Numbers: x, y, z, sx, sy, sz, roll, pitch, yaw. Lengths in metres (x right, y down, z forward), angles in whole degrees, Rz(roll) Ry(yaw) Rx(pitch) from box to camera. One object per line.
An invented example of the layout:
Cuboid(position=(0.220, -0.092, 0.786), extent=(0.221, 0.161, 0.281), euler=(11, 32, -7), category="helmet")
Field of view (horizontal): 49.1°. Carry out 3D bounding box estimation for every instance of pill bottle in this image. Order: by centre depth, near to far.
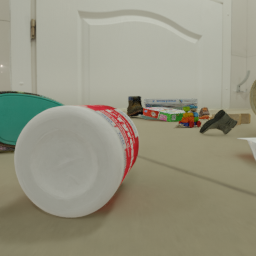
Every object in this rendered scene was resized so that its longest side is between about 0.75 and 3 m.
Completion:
Cuboid(position=(-0.290, 0.166, 2.346), extent=(0.725, 0.725, 1.291), euler=(1, 6, 9), category="pill bottle")

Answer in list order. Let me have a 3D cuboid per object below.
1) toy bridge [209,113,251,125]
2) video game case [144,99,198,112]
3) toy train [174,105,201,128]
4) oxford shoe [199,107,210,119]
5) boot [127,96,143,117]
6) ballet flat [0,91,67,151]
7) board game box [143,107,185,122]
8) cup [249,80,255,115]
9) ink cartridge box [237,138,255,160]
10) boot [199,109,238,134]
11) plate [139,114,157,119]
Cuboid(position=(3.286, -0.285, 9.480), extent=(1.004, 0.407, 2.987), euler=(3, 6, 36), category="toy bridge")
Cuboid(position=(2.182, -0.970, 14.195), extent=(2.470, 0.298, 2.709), euler=(1, -11, 11), category="video game case")
Cuboid(position=(1.800, -0.359, 8.702), extent=(0.503, 0.687, 1.188), euler=(4, 6, 45), category="toy train")
Cuboid(position=(3.810, -0.759, 14.065), extent=(0.557, 0.570, 1.563), euler=(0, 5, 5), category="oxford shoe")
Cuboid(position=(0.346, -1.239, 14.965), extent=(0.913, 1.185, 2.444), euler=(-4, 0, -13), category="boot")
Cuboid(position=(-2.228, -0.022, 4.308), extent=(2.823, 0.976, 1.004), euler=(-4, -13, -33), category="ballet flat")
Cuboid(position=(1.695, -0.632, 12.336), extent=(1.287, 0.339, 1.682), euler=(-6, 16, -38), category="board game box")
Cuboid(position=(3.654, -0.739, 6.213), extent=(1.474, 2.061, 2.061), euler=(-10, 8, -19), category="cup")
Cuboid(position=(2.061, 0.302, 3.473), extent=(1.032, 0.305, 1.289), euler=(0, 2, 3), category="ink cartridge box")
Cuboid(position=(2.129, -0.009, 6.594), extent=(0.526, 0.805, 0.273), euler=(41, 27, -9), category="boot")
Cuboid(position=(1.376, -0.551, 13.753), extent=(1.732, 0.221, 1.732), euler=(1, 4, 0), category="plate")
